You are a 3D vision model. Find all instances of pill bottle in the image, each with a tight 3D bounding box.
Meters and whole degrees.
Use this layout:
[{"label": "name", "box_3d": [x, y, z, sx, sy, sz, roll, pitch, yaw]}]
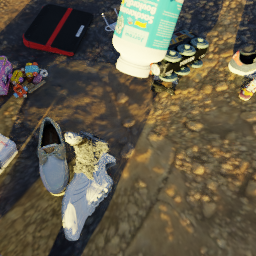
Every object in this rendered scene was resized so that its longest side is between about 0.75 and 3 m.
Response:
[{"label": "pill bottle", "box_3d": [0.528, -2.986, 7.892, 1.624, 2.932, 1.624, 14, 24, -6]}]

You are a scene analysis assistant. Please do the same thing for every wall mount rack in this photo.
[{"label": "wall mount rack", "box_3d": [-0.575, -4.618, 12.011, 1.087, 0.405, 0.945, -29, 62, -18]}]

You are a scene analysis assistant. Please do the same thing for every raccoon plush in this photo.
[{"label": "raccoon plush", "box_3d": [-0.692, 0.382, 3.894, 0.453, 0.937, 0.628, 26, 93, 36]}]

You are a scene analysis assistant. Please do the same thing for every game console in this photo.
[{"label": "game console", "box_3d": [-2.904, -4.167, 11.786, 2.329, 0.409, 2.634, 15, 59, 3]}]

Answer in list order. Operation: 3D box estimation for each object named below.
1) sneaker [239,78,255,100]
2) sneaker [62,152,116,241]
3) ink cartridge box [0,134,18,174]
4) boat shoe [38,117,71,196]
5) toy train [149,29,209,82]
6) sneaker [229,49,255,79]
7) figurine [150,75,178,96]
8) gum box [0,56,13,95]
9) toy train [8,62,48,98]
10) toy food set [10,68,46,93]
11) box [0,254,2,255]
[{"label": "sneaker", "box_3d": [4.379, -1.460, 9.908, 0.436, 0.524, 1.163, 40, 65, 22]}, {"label": "sneaker", "box_3d": [-1.054, 1.696, 7.650, 1.174, 1.005, 2.696, 12, 58, 2]}, {"label": "ink cartridge box", "box_3d": [-4.248, 0.921, 8.150, 1.211, 0.706, 1.673, 30, 61, 3]}, {"label": "boat shoe", "box_3d": [-2.280, 0.784, 8.286, 0.900, 0.824, 2.409, -14, 58, -9]}, {"label": "toy train", "box_3d": [1.696, -2.711, 10.236, 2.788, 1.188, 1.589, -30, 54, -29]}, {"label": "sneaker", "box_3d": [4.879, -2.279, 10.196, 2.202, 0.930, 0.825, 15, 58, 9]}, {"label": "figurine", "box_3d": [1.361, -1.631, 10.151, 0.918, 0.405, 0.941, 17, 58, 1]}, {"label": "gum box", "box_3d": [-5.279, -1.782, 9.908, 2.216, 0.733, 1.258, -5, 57, 1]}, {"label": "toy train", "box_3d": [-3.580, -1.677, 9.962, 1.062, 0.393, 1.414, 43, 71, 11]}, {"label": "toy food set", "box_3d": [-3.683, -1.757, 10.283, 0.994, 0.246, 1.564, -41, 57, -20]}, {"label": "box", "box_3d": [-3.557, 3.450, 6.048, 2.312, 1.238, 1.716, 23, 60, 30]}]
